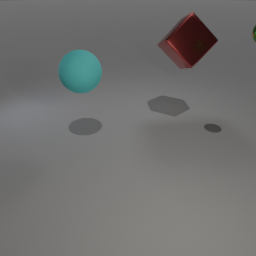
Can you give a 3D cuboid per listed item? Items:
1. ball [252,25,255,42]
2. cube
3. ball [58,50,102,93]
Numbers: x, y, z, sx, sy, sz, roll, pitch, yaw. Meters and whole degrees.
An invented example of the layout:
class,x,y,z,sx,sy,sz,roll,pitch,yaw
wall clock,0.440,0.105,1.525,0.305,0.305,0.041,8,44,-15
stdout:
class,x,y,z,sx,sy,sz,roll,pitch,yaw
ball,3.818,-2.642,7.743,0.700,0.700,0.700,0,28,0
cube,2.202,-3.223,10.579,1.400,1.400,1.400,-46,12,3
ball,-1.559,-1.836,9.159,1.400,1.400,1.400,0,28,0
